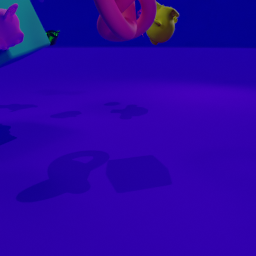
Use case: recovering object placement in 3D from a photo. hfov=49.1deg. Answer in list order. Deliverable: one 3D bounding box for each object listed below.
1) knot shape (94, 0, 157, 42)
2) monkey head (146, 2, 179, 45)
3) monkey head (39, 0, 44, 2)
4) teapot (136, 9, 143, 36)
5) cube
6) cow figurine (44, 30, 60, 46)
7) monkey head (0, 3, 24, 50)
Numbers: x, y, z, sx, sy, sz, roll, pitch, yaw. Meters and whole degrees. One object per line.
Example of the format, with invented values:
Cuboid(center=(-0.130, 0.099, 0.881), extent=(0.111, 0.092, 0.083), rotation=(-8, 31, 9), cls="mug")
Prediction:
Cuboid(center=(0.064, -2.498, 5.100), extent=(0.904, 1.831, 1.957), rotation=(26, 8, 8), cls="knot shape")
Cuboid(center=(0.964, -3.567, 9.413), extent=(1.369, 1.147, 1.903), rotation=(37, -1, 3), cls="monkey head")
Cuboid(center=(-2.199, -3.983, 7.709), extent=(0.781, 0.933, 1.297), rotation=(-11, 47, -14), cls="monkey head")
Cuboid(center=(0.446, -3.908, 10.464), extent=(0.515, 1.052, 0.654), rotation=(2, -2, 23), cls="teapot")
Cuboid(center=(-2.945, -2.210, 6.506), extent=(1.338, 1.338, 1.338), rotation=(-12, 21, 33), cls="cube")
Cuboid(center=(-3.137, -3.414, 10.057), extent=(1.181, 1.200, 0.659), rotation=(-32, 16, 14), cls="cow figurine")
Cuboid(center=(-2.361, -1.768, 5.073), extent=(1.149, 0.692, 0.826), rotation=(-13, 23, 30), cls="monkey head")
